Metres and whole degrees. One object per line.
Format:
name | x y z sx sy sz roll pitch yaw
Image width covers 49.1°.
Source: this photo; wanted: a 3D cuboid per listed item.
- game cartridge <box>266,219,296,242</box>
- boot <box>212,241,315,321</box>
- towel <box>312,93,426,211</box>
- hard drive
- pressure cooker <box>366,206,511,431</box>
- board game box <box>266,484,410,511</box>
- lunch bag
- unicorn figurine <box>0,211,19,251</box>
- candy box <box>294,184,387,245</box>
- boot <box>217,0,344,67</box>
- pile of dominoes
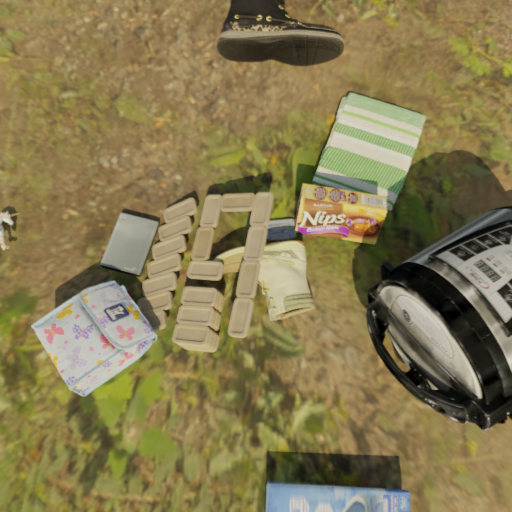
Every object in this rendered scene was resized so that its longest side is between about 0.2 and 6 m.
game cartridge | 0.489 -0.531 11.868 0.701 0.142 0.467 -5 65 -2
boot | 0.125 0.556 11.160 1.937 0.698 1.498 -9 73 0
towel | 2.514 -2.374 12.508 1.952 0.299 2.559 20 69 7
hard drive | -2.632 -0.231 11.706 0.865 0.204 1.239 14 69 5
pressure cooker | 3.788 1.149 9.662 3.475 3.057 3.104 -29 96 -10
board game box | 1.354 5.203 9.388 2.471 0.539 2.483 2 70 2
lunch bag | -2.996 1.459 10.552 1.797 1.142 1.524 -33 71 -15
unicorn figurine | -5.424 -0.404 11.626 1.227 0.453 0.842 -33 63 -7
candy box | 1.702 -0.847 11.437 1.723 1.005 0.486 8 48 0
boot | 0.615 -5.750 13.420 2.975 1.089 2.240 1 69 7
pile of dominoes | -1.009 0.266 11.288 2.520 0.515 3.233 2 67 23
